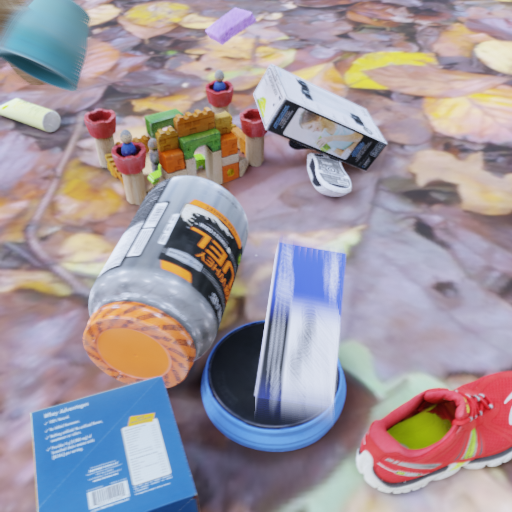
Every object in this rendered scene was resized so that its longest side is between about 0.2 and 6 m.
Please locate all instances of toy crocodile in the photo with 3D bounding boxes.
[{"bbox_3d":[-1.641,-1.832,11.887,1.385,0.428,0.468,-31,50,-24],"label":"toy crocodile"}]

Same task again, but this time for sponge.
[{"bbox_3d":[-0.482,-4.135,10.065,0.726,0.194,1.302,-35,31,3],"label":"sponge"}]

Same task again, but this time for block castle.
[{"bbox_3d":[-1.618,-2.629,11.834,3.444,1.616,2.301,-21,46,-23],"label":"block castle"}]

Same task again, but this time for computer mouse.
[{"bbox_3d":[1.384,-1.816,11.726,1.193,0.477,2.175,12,38,-16],"label":"computer mouse"}]

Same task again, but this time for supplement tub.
[{"bbox_3d":[-1.262,0.324,8.280,1.841,1.841,3.005,7,43,8],"label":"supplement tub"}]

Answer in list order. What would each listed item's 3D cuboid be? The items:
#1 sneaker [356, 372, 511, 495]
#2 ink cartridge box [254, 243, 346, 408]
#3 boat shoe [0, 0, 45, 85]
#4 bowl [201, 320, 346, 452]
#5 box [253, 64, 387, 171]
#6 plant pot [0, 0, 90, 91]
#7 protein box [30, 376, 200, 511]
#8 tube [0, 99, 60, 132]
[{"bbox_3d":[2.487,2.027,6.847,2.692,1.143,1.037,-19,44,-20],"label":"sneaker"},{"bbox_3d":[0.477,0.699,5.860,0.760,0.357,1.616,9,65,-1],"label":"ink cartridge box"},{"bbox_3d":[-3.969,-3.809,9.629,2.157,0.778,0.776,57,17,12],"label":"boat shoe"},{"bbox_3d":[0.238,1.705,7.793,2.027,0.398,2.027,0,41,0],"label":"bowl"},{"bbox_3d":[1.319,-2.878,11.735,2.597,0.781,1.515,16,38,-28],"label":"box"},{"bbox_3d":[-3.006,-3.203,8.231,1.160,1.160,1.090,21,88,22],"label":"plant pot"},{"bbox_3d":[-1.593,2.486,6.372,1.576,1.071,1.588,-14,43,-15],"label":"protein box"},{"bbox_3d":[-5.640,-3.505,13.727,2.024,0.525,0.587,23,8,31],"label":"tube"}]
